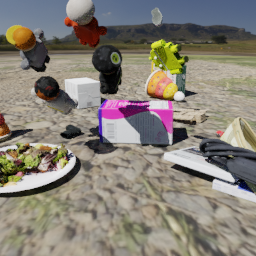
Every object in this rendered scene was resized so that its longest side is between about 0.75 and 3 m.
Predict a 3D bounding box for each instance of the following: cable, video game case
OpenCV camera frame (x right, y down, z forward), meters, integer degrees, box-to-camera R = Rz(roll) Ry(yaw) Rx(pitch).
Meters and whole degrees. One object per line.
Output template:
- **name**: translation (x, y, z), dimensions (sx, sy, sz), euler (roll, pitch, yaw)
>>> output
- **cable**: translation (3.124, 0.736, 6.876), dimensions (2.329, 0.725, 2.854), euler (0, 13, -40)
- **video game case**: translation (2.290, 0.938, 7.749), dimensions (1.976, 0.231, 1.796), euler (15, 13, 38)

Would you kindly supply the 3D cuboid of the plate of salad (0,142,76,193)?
- **plate of salad**: translation (-2.950, 0.861, 7.724), dimensions (2.954, 0.709, 2.954), euler (0, 18, 0)

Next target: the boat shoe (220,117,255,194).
- **boat shoe**: translation (3.162, 0.815, 6.594), dimensions (0.936, 0.807, 2.566), euler (2, 40, -24)

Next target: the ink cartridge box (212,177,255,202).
- **ink cartridge box**: translation (2.643, 1.433, 6.783), dimensions (1.045, 0.231, 0.491), euler (14, 24, 34)

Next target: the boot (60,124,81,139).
- **boot**: translation (-2.238, 0.145, 10.463), dimensions (0.846, 0.313, 0.693), euler (15, 28, 35)

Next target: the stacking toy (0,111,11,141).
- **stacking toy**: translation (-4.928, -0.474, 9.897), dimensions (1.325, 1.814, 1.325), euler (0, 18, 0)

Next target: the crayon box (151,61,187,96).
- **crayon box**: translation (2.467, -3.104, 17.432), dimensions (0.771, 1.880, 2.990), euler (-8, 21, -23)

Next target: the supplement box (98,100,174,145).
- **supplement box**: translation (0.322, -0.238, 10.010), dimensions (2.529, 1.280, 1.307), euler (2, 19, 7)

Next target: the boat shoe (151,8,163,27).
- **boat shoe**: translation (1.064, -3.903, 9.964), dimensions (0.374, 0.326, 1.016), euler (-28, 43, 21)

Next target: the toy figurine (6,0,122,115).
- **toy figurine**: translation (-1.673, -1.979, 7.974), dimensions (2.762, 2.805, 1.952), euler (-24, -14, -4)

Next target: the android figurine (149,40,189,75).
- **android figurine**: translation (1.046, -1.886, 7.548), dimensions (1.185, 1.078, 0.243), euler (2, 50, 53)

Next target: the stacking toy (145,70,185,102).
- **stacking toy**: translation (2.277, -2.168, 15.832), dimensions (2.295, 1.677, 1.677), euler (34, 35, 33)

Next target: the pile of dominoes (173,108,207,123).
- **pile of dominoes**: translation (2.332, -0.513, 12.631), dimensions (2.216, 0.353, 1.727), euler (6, 19, 41)

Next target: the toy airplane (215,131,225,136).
- **toy airplane**: translation (3.741, 0.215, 10.400), dimensions (0.999, 0.184, 0.999), euler (0, 19, 0)

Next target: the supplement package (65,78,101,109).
- **supplement package**: translation (-2.393, -1.873, 14.770), dimensions (1.287, 1.278, 1.696), euler (-12, 22, -31)
